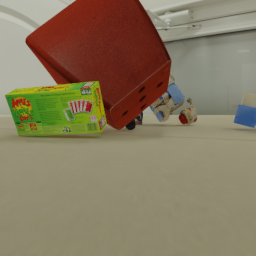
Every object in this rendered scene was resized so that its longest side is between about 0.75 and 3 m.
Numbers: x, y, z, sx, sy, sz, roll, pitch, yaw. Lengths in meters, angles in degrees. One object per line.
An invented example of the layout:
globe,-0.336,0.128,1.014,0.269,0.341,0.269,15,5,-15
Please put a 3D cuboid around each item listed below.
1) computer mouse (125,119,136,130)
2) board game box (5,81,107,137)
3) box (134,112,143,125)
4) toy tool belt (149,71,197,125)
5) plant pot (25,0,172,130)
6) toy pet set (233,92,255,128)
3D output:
computer mouse,0.066,-0.213,7.312,0.279,0.162,0.953,-11,32,8
board game box,-1.216,-0.307,4.803,1.568,0.797,0.373,-3,25,14
box,0.249,-0.464,9.717,0.414,0.478,0.781,1,-20,14
toy tool belt,1.101,-0.853,9.452,1.431,2.328,1.453,-30,-13,-12
plant pot,-0.335,-1.374,6.324,2.387,2.106,2.390,-40,-16,-7
toy pet set,3.385,-0.351,6.812,1.390,0.791,1.489,15,-13,19
